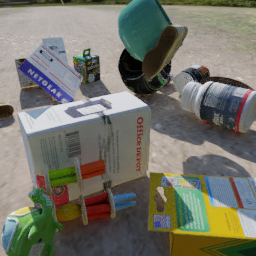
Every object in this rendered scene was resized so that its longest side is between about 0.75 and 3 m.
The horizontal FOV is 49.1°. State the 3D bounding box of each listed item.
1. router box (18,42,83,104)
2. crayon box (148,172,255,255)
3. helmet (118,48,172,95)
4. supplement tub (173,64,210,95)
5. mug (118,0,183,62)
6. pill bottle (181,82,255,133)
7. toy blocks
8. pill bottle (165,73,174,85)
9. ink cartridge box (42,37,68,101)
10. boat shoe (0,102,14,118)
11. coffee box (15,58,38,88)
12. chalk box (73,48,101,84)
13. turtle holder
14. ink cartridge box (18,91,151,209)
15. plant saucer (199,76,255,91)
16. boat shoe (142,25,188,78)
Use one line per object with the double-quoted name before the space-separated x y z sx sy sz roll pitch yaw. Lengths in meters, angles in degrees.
"router box" -2.035 -1.496 7.685 0.375 1.537 1.379 -39 23 25
"crayon box" 1.829 1.798 5.868 2.819 0.727 1.772 3 29 4
"helmet" 0.783 -2.500 12.021 2.231 2.231 2.127 20 -2 32
"supplement tub" 2.918 -2.215 12.605 1.115 1.115 1.820 21 34 33
"mug" 0.741 -3.225 9.648 2.565 1.586 2.108 20 44 -60
"pill bottle" 3.163 -0.843 9.838 2.391 1.430 1.430 21 36 33
"toy blocks" -0.751 1.297 5.963 1.823 1.520 0.662 -9 18 -15
"pill bottle" 1.715 -2.332 13.360 1.011 0.563 0.563 -23 37 -36
"ink cartridge box" -2.963 -2.479 11.758 0.924 1.587 2.178 -8 58 -13
"boat shoe" -5.186 -0.626 10.366 1.747 0.622 0.563 -5 23 -28
"coffee box" -4.074 -2.679 13.134 2.090 1.181 0.834 -13 0 -22
"chalk box" -2.021 -3.112 13.725 0.964 1.556 0.971 23 37 35
"turtle holder" -1.865 1.859 5.221 0.895 1.261 0.958 18 25 28
"ink cartridge box" -0.963 0.452 6.882 2.848 2.062 1.201 -15 33 -24
"plant saucer" 4.099 -1.424 11.624 2.405 0.440 2.405 5 37 -4
"boat shoe" 1.087 -2.247 8.427 0.660 2.030 0.732 -20 70 -33
